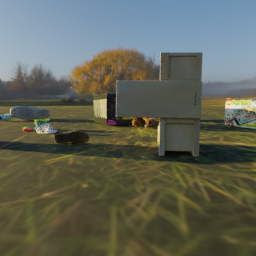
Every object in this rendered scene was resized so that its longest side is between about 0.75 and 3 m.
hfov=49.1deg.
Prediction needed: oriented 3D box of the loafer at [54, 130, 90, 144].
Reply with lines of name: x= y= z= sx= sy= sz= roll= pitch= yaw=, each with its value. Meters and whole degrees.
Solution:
loafer: x=-1.429 y=0.219 z=7.237 sx=0.926 sy=0.352 sz=0.312 roll=1 pitch=11 yaw=7

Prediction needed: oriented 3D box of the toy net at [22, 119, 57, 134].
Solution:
toy net: x=-3.111 y=-0.059 z=9.861 sx=1.010 sy=0.372 sz=1.926 roll=-3 pitch=7 yaw=-28

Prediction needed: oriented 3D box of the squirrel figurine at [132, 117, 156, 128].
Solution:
squirrel figurine: x=0.647 y=-0.384 z=11.009 sx=0.997 sy=0.931 sz=0.706 roll=-28 pitch=-14 yaw=28

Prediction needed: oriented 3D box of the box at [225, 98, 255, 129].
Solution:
box: x=4.780 y=-0.608 z=11.226 sx=0.376 sy=1.191 sz=2.163 roll=-2 pitch=5 yaw=-22

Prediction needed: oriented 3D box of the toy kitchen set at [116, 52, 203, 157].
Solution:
toy kitchen set: x=0.671 y=-0.536 z=6.289 sx=1.648 sy=2.020 sz=1.822 roll=1 pitch=6 yaw=6

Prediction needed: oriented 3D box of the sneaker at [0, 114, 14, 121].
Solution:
sneaker: x=-6.560 y=-0.528 z=14.829 sx=0.996 sy=0.368 sz=0.408 roll=-11 pitch=18 yaw=-21

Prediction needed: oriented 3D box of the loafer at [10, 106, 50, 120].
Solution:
loafer: x=-5.473 y=-0.806 z=15.609 sx=2.249 sy=0.786 sz=0.785 roll=5 pitch=-4 yaw=-43

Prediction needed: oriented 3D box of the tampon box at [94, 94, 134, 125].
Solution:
tampon box: x=-0.556 y=-0.886 z=12.959 sx=1.629 sy=1.372 sz=2.173 roll=-2 pitch=6 yaw=-22
